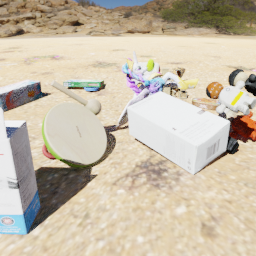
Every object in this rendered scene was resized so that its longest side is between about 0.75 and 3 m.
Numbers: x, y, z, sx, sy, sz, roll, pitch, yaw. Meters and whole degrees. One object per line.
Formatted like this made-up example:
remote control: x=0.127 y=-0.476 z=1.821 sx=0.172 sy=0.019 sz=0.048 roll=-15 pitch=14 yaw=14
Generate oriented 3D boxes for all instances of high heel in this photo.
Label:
high heel: x=3.060 y=-2.844 z=16.188 sx=2.530 sy=0.903 sz=1.803 roll=-37 pitch=33 yaw=-30

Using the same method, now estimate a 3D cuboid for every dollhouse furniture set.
dollhouse furniture set: x=2.404 y=-2.366 z=14.408 sx=1.359 sy=1.536 sz=0.854 roll=2 pitch=23 yaw=6

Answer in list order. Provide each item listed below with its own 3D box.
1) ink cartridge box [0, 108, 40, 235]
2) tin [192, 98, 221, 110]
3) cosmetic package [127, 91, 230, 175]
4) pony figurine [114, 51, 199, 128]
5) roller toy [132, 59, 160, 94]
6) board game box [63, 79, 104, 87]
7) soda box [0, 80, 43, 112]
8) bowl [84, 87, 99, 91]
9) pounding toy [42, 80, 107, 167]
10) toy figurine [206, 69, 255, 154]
ink cartridge box: x=-2.792 y=0.729 z=5.552 sx=1.578 sy=2.720 sz=0.923 roll=1 pitch=23 yaw=2
tin: x=3.701 y=-1.134 z=13.122 sx=1.486 sy=0.311 sz=0.832 roll=17 pitch=24 yaw=35
cosmetic package: x=1.452 y=0.013 z=8.659 sx=1.595 sy=1.147 sz=2.827 roll=-30 pitch=43 yaw=-30
pony figurine: x=0.857 y=-1.216 z=10.801 sx=2.904 sy=2.803 sz=2.418 roll=21 pitch=28 yaw=2
roller toy: x=0.893 y=-2.400 z=14.230 sx=1.359 sy=1.945 sz=1.774 roll=4 pitch=0 yaw=10
board game box: x=-2.541 y=-2.618 z=16.344 sx=2.119 sy=0.309 sz=1.426 roll=1 pitch=14 yaw=5
soda box: x=-5.405 y=-1.594 z=13.435 sx=0.944 sy=0.878 sz=2.762 roll=10 pitch=25 yaw=23
bowl: x=-2.033 y=-2.196 z=15.653 sx=0.820 sy=0.161 sz=0.820 roll=0 pitch=15 yaw=0
pounding toy: x=-1.832 y=0.135 z=8.711 sx=2.038 sy=1.225 sz=2.641 roll=20 pitch=51 yaw=-31
toy figurine: x=3.417 y=-0.585 z=9.144 sx=2.347 sy=2.384 sz=1.659 roll=-23 pitch=43 yaw=-33
